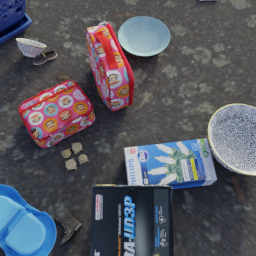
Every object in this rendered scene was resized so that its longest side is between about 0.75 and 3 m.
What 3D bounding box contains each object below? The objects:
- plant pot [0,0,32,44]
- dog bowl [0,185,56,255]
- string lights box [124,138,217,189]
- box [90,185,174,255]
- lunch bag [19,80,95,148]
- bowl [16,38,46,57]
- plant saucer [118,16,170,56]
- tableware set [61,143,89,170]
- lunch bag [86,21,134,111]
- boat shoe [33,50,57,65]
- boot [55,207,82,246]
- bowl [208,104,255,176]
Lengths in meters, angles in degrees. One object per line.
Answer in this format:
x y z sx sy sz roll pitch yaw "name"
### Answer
-5.624 -4.885 11.040 2.692 2.421 2.692 -39 71 -16 "plant pot"
-3.333 2.883 8.282 2.790 0.692 1.555 31 65 14 "dog bowl"
1.293 1.245 9.024 2.700 0.796 1.387 -7 66 -3 "string lights box"
0.110 3.046 7.839 2.287 0.662 2.877 1 82 0 "box"
-2.533 -0.622 9.896 2.331 0.955 2.053 -31 64 -14 "lunch bag"
-3.881 -3.148 11.161 1.143 0.536 1.143 14 22 -6 "bowl"
0.658 -3.700 11.595 2.136 0.411 2.136 0 65 0 "plant saucer"
-1.836 0.957 9.560 0.772 0.107 0.924 -24 67 -10 "tableware set"
-0.679 -2.202 9.760 1.127 2.424 2.751 -19 66 -9 "lunch bag"
-3.355 -2.862 11.240 1.011 0.328 0.364 -23 67 -10 "boat shoe"
-1.931 2.987 8.508 0.803 0.319 0.923 36 61 17 "boot"
3.612 0.541 9.120 2.454 1.151 2.454 3 62 -5 "bowl"
